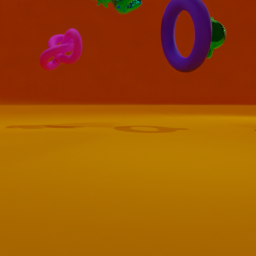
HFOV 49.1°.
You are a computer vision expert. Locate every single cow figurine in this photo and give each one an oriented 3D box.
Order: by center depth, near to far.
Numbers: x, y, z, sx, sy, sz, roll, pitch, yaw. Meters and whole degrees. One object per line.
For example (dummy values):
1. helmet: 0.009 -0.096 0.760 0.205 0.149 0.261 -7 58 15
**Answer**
1. cow figurine: -0.395 -4.005 8.648 1.426 1.449 0.795 -26 -25 22

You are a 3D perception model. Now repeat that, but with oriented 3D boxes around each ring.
1. ring: 1.528 -2.559 7.675 0.413 2.066 2.066 -13 10 -22

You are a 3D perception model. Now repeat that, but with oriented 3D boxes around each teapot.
1. teapot: 2.225 -2.536 7.629 0.794 1.277 0.625 2 -4 -4

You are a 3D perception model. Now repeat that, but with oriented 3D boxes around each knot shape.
1. knot shape: -1.829 -2.319 8.161 1.420 1.518 0.701 -1 -41 42
